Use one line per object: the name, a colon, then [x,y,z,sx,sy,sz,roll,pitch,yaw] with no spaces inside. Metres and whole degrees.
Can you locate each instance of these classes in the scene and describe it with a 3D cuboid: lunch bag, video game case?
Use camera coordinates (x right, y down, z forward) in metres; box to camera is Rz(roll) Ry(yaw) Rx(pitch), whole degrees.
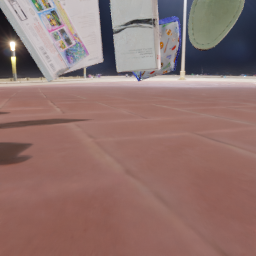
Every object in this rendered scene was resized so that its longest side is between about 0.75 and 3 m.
lunch bag: [0.816,-2.594,8.896,1.512,1.778,1.101,-23,58,-19]
video game case: [-2.240,-2.795,7.940,0.287,2.419,2.202,-17,23,31]

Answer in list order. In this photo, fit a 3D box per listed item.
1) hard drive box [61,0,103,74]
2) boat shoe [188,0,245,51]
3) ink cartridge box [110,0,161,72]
hard drive box: [-2.154,-3.645,10.384,1.076,2.802,2.184,24,38,39]
boat shoe: [1.847,-2.602,5.520,0.891,2.499,0.752,21,-3,10]
ink cartridge box: [0.185,-2.070,5.502,0.794,1.886,1.364,-3,12,11]
